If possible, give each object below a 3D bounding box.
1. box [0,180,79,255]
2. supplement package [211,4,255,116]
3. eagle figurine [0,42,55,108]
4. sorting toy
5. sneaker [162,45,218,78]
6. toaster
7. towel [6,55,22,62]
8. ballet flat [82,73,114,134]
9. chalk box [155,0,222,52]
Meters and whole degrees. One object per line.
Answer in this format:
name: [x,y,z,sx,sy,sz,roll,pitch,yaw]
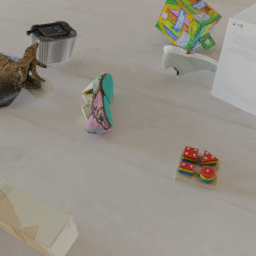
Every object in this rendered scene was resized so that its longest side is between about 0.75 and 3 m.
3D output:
box: [-1.905,1.803,5.477,1.753,0.832,0.681,19,50,22]
supplement package: [4.294,-1.947,8.408,2.496,2.610,1.919,33,51,31]
eagle figurine: [-4.072,-1.720,9.038,2.987,2.254,2.266,-20,-11,28]
sorting toy: [1.737,0.910,6.864,0.992,0.347,0.998,14,43,15]
sneaker: [2.177,-2.221,10.074,2.158,0.993,0.817,14,7,-12]
toaster: [-2.909,-3.188,10.628,1.954,1.262,1.110,-28,62,-38]
towel: [-4.580,-2.583,11.002,1.271,0.152,0.920,15,43,16]
ballet flat: [-0.942,-0.821,8.548,0.948,0.921,2.665,-15,41,11]
chalk box: [2.640,-4.237,11.562,1.525,1.514,2.443,-35,74,-33]
